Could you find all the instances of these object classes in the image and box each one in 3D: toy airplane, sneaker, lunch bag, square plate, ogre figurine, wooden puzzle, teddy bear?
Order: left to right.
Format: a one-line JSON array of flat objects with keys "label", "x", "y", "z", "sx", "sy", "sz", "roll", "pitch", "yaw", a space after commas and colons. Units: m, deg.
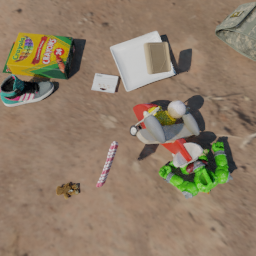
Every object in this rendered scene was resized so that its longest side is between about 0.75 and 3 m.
[{"label": "sneaker", "x": -4.034, "y": -1.615, "z": 10.933, "sx": 2.092, "sy": 1.263, "sz": 0.875, "roll": -19, "pitch": 66, "yaw": -9}, {"label": "teddy bear", "x": -2.089, "y": 2.177, "z": 9.727, "sx": 0.793, "sy": 0.265, "sz": 0.575, "roll": -20, "pitch": 73, "yaw": -17}, {"label": "square plate", "x": 0.601, "y": -2.798, "z": 11.796, "sx": 2.191, "sy": 0.312, "sz": 2.171, "roll": -20, "pitch": 76, "yaw": -3}, {"label": "wooden puzzle", "x": 1.007, "y": -2.412, "z": 9.654, "sx": 1.139, "sy": 0.212, "sz": 1.054, "roll": -17, "pitch": 101, "yaw": -39}, {"label": "toy airplane", "x": 1.482, "y": 0.019, "z": 9.483, "sx": 2.679, "sy": 1.898, "sz": 2.690, "roll": 20, "pitch": 24, "yaw": -9}, {"label": "ogre figurine", "x": 2.401, "y": 1.495, "z": 9.536, "sx": 2.403, "sy": 1.179, "sz": 1.441, "roll": -11, "pitch": 52, "yaw": -18}, {"label": "lunch bag", "x": 5.244, "y": -4.384, "z": 12.223, "sx": 2.317, "sy": 1.362, "sz": 1.900, "roll": 38, "pitch": 74, "yaw": 23}]

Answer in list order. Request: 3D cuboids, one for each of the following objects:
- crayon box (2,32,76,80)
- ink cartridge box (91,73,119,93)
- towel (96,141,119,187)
[{"label": "crayon box", "x": -3.855, "y": -3.091, "z": 11.941, "sx": 2.870, "sy": 0.729, "sz": 1.822, "roll": 5, "pitch": 65, "yaw": 3}, {"label": "ink cartridge box", "x": -0.950, "y": -1.816, "z": 11.616, "sx": 0.988, "sy": 0.215, "sz": 0.857, "roll": 9, "pitch": 66, "yaw": 4}, {"label": "towel", "x": -0.572, "y": 0.989, "z": 7.827, "sx": 0.198, "sy": 0.967, "sz": 1.322, "roll": 19, "pitch": 85, "yaw": 2}]
